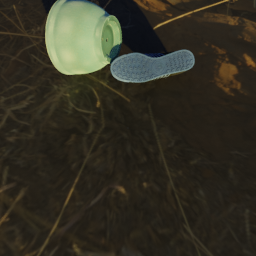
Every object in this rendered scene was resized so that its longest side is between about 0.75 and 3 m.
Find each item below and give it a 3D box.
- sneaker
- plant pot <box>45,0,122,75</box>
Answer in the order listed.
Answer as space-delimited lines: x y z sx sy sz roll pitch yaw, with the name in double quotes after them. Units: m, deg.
0.781 -2.084 9.694 2.881 1.122 1.010 -7 94 -9 "sneaker"
-1.248 -2.978 9.352 1.693 2.528 2.528 11 49 21 "plant pot"
